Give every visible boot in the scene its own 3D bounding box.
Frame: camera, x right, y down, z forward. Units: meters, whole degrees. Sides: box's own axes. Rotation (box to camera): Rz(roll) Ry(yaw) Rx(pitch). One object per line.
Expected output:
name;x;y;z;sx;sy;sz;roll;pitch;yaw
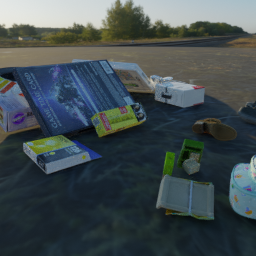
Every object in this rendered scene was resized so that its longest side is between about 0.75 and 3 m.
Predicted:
boot;2.203;-0.034;6.928;1.082;0.399;0.837;15;20;29

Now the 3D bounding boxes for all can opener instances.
can opener;4.141;-0.217;7.377;2.313;0.609;0.769;16;60;42

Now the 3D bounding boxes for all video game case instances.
video game case;-1.243;-0.914;7.590;2.970;0.282;2.121;-18;68;-40
video game case;-0.502;-2.025;11.019;2.622;0.311;2.386;10;-7;22

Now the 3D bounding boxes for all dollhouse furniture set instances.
dollhouse furniture set;0.912;0.896;4.472;0.780;0.603;1.562;10;40;8

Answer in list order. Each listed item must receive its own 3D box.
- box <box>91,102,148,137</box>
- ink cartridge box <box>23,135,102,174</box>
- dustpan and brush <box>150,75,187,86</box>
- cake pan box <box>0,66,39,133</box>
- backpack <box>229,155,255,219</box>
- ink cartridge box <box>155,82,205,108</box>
box;-0.187;-0.237;7.102;1.459;0.549;0.366;-17;-12;-38
ink cartridge box;-1.338;0.452;5.708;1.190;0.280;1.176;-17;25;-35
dustpan and brush;1.452;-1.899;11.582;1.682;0.690;2.410;11;19;27
cake pan box;-2.975;-1.054;8.404;2.553;0.725;2.772;-15;40;-42
backpack;1.949;0.826;3.858;1.053;0.808;0.926;-2;23;20
ink cartridge box;1.807;-1.218;9.953;1.045;0.607;1.449;-13;23;-34
